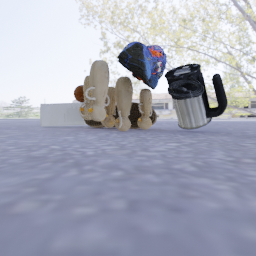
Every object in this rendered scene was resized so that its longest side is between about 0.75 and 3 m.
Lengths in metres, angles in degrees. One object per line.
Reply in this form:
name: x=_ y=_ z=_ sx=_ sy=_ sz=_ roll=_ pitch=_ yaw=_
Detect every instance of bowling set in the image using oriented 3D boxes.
bowling set: x=-0.600 y=-0.528 z=7.254 sx=1.799 sy=1.388 sz=2.585 roll=-9 pitch=-18 yaw=37

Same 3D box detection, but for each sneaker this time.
sneaker: x=-0.190 y=-0.374 z=8.482 sx=2.184 sy=0.769 sz=0.825 roll=1 pitch=1 yaw=11
sneaker: x=0.442 y=-1.659 z=6.782 sx=0.910 sy=0.948 sz=2.416 roll=34 pitch=6 yaw=9

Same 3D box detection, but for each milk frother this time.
milk frother: x=1.325 y=-0.549 z=6.091 sx=1.401 sy=1.318 sz=1.265 roll=-36 pitch=28 yaw=-31

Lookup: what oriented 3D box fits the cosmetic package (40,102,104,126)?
cosmetic package: x=-1.855 y=-0.472 z=9.605 sx=2.153 sy=0.797 sz=1.094 roll=-1 pitch=0 yaw=-12
